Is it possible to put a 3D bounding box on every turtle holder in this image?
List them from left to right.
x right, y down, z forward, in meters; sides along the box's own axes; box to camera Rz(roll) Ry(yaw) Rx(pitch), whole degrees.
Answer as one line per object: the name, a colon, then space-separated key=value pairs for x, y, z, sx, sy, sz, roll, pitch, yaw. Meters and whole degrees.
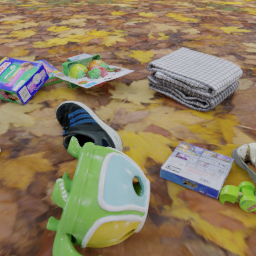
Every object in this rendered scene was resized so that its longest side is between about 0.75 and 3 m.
turtle holder: x=-0.510 y=1.401 z=5.145 sx=1.700 sy=1.819 sz=2.394 roll=16 pitch=22 yaw=-8

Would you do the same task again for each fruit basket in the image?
fruit basket: x=-1.391 y=-2.230 z=10.994 sx=2.274 sy=1.151 sz=2.455 roll=-26 pitch=29 yaw=-34

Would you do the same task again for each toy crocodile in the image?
toy crocodile: x=2.912 y=1.618 z=6.006 sx=1.811 sy=0.559 sz=0.611 roll=12 pitch=32 yaw=9

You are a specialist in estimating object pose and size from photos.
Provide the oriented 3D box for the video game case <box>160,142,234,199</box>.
video game case: x=1.746 y=1.001 z=7.047 sx=1.455 sy=0.331 sz=1.318 roll=19 pitch=38 yaw=26

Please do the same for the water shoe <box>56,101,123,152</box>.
water shoe: x=-1.382 y=0.040 z=7.734 sx=1.123 sy=1.018 sz=2.846 roll=-17 pitch=36 yaw=-43

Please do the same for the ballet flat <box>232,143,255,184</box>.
ballet flat: x=3.082 y=0.760 z=6.579 sx=0.808 sy=0.764 sz=2.399 roll=-12 pitch=21 yaw=5

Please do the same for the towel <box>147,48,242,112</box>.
towel: x=2.441 y=-1.840 z=10.582 sx=2.919 sy=1.249 sz=2.417 roll=28 pitch=44 yaw=32

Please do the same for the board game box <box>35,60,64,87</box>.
board game box: x=-3.925 y=-2.368 z=12.163 sx=1.472 sy=0.318 sz=2.188 roll=-23 pitch=40 yaw=-29

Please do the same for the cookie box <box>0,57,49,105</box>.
cookie box: x=-4.319 y=-1.823 z=10.607 sx=1.954 sy=0.734 sz=1.671 roll=14 pitch=53 yaw=21
